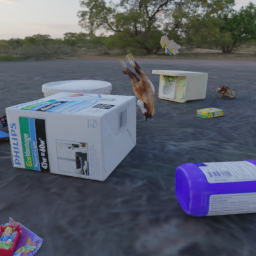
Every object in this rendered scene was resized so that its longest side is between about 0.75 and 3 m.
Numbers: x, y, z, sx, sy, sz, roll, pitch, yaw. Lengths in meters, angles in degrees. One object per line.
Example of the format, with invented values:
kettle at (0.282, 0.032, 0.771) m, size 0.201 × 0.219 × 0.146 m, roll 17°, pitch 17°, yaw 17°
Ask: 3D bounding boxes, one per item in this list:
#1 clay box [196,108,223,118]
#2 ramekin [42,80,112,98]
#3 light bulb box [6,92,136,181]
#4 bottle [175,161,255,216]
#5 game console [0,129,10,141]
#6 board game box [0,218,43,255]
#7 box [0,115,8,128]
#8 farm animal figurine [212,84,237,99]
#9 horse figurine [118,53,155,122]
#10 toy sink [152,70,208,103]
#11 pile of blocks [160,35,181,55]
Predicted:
clay box at (3.077, -0.576, 10.654) m, size 0.958 × 0.228 × 0.551 m, roll -9°, pitch 18°, yaw -30°
ramekin at (-1.885, -1.068, 10.590) m, size 2.587 × 1.205 × 2.587 m, roll 0°, pitch 17°, yaw 0°
light bulb box at (-1.174, 0.034, 6.601) m, size 2.233 × 1.394 × 2.214 m, roll 5°, pitch 18°, yaw 18°
bottle at (1.994, 0.954, 4.648) m, size 2.316 × 0.756 × 0.967 m, roll -2°, pitch 12°, yaw -7°
game console at (-3.863, -0.097, 7.845) m, size 1.213 × 1.045 × 0.720 m, roll 18°, pitch 42°, yaw 22°
board game box at (-1.683, 1.510, 3.804) m, size 0.982 × 0.191 × 0.776 m, roll 13°, pitch 21°, yaw 37°
box at (-2.918, -0.550, 8.932) m, size 1.893 × 0.357 × 1.293 m, roll -15°, pitch 9°, yaw 24°
farm animal figurine at (4.813, -1.787, 14.210) m, size 0.983 × 0.612 × 1.217 m, roll 16°, pitch 10°, yaw -14°
horse figurine at (0.361, -1.487, 9.251) m, size 0.730 × 1.939 × 2.926 m, roll -30°, pitch 13°, yaw 7°
toy sink at (2.466, -2.037, 13.551) m, size 2.460 × 1.378 × 1.603 m, roll -9°, pitch 18°, yaw -43°
pile of blocks at (1.376, -2.540, 8.767) m, size 0.327 × 0.432 × 1.051 m, roll -19°, pitch 46°, yaw -11°
